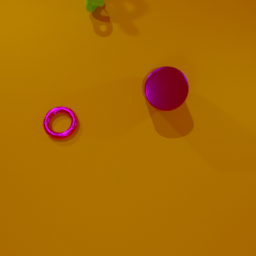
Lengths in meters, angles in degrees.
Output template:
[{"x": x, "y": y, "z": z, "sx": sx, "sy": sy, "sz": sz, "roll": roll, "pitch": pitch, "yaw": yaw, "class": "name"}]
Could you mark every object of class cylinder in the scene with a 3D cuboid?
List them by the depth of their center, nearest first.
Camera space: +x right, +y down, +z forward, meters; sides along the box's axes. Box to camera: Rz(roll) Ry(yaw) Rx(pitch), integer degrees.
[{"x": 1.029, "y": -1.148, "z": 8.048, "sx": 1.203, "sy": 1.203, "sz": 1.203, "roll": 0, "pitch": 101, "yaw": -1, "class": "cylinder"}]

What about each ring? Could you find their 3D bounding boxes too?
[{"x": -2.048, "y": -0.164, "z": 8.499, "sx": 1.060, "sy": 0.212, "sz": 1.060, "roll": 0, "pitch": 72, "yaw": 0, "class": "ring"}]

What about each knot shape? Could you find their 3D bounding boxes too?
[{"x": -1.232, "y": -4.474, "z": 9.215, "sx": 0.695, "sy": 1.504, "sz": 1.407, "roll": -17, "pitch": 47, "yaw": 2, "class": "knot shape"}]
